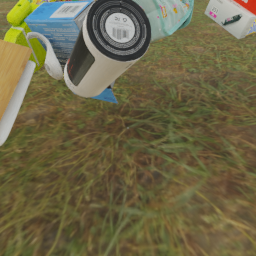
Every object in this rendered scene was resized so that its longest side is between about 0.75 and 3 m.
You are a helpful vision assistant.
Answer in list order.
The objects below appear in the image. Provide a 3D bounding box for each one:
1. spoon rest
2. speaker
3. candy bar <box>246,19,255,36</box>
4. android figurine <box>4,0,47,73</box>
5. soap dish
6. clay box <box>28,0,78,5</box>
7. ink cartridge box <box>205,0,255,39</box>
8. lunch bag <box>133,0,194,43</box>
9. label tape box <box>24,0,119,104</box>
[{"bbox_3d":[-1.801,-1.633,6.320,0.362,1.195,0.594,-36,7,-26],"label":"spoon rest"},{"bbox_3d":[-0.445,-1.110,4.406,0.879,0.879,2.164,-14,0,-21],"label":"speaker"},{"bbox_3d":[3.658,-2.939,8.008,2.033,0.507,0.225,-26,40,-38],"label":"candy bar"},{"bbox_3d":[-2.674,-2.402,7.687,0.449,1.989,2.185,18,64,13],"label":"android figurine"},{"bbox_3d":[-2.607,-0.458,4.916,1.672,0.863,2.126,-24,43,31],"label":"soap dish"},{"bbox_3d":[-2.338,-4.586,9.335,2.516,0.599,1.446,-17,62,31],"label":"clay box"},{"bbox_3d":[2.458,-2.855,6.484,0.264,1.053,1.213,-21,58,-29],"label":"ink cartridge box"},{"bbox_3d":[0.521,-2.976,7.249,1.935,1.385,2.271,-7,29,38],"label":"lunch bag"},{"bbox_3d":[-1.126,-1.813,6.890,1.736,2.408,0.762,16,61,35],"label":"label tape box"}]
